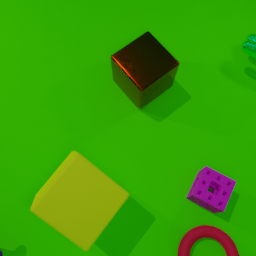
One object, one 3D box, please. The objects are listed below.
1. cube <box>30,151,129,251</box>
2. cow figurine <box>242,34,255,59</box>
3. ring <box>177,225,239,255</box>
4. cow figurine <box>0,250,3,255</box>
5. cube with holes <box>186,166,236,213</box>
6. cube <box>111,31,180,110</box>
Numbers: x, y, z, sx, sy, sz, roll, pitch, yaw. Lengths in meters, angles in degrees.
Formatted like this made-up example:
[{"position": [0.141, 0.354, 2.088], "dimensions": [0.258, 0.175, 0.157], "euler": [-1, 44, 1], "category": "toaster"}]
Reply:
[{"position": [-1.003, 1.398, 5.782], "dimensions": [1.326, 1.326, 1.326], "euler": [40, 79, -9], "category": "cube"}, {"position": [3.746, -1.916, 7.069], "dimensions": [1.634, 1.660, 0.911], "euler": [36, 51, 8], "category": "cow figurine"}, {"position": [1.777, 2.866, 6.188], "dimensions": [1.366, 0.273, 1.366], "euler": [0, 69, 0], "category": "ring"}, {"position": [-3.460, 2.686, 5.540], "dimensions": [1.432, 1.409, 0.786], "euler": [-7, 102, 33], "category": "cow figurine"}, {"position": [1.890, 1.433, 6.445], "dimensions": [0.732, 0.732, 0.732], "euler": [27, 73, 9], "category": "cube with holes"}, {"position": [0.403, -1.436, 7.172], "dimensions": [1.200, 1.200, 1.200], "euler": [-37, 75, -11], "category": "cube"}]
